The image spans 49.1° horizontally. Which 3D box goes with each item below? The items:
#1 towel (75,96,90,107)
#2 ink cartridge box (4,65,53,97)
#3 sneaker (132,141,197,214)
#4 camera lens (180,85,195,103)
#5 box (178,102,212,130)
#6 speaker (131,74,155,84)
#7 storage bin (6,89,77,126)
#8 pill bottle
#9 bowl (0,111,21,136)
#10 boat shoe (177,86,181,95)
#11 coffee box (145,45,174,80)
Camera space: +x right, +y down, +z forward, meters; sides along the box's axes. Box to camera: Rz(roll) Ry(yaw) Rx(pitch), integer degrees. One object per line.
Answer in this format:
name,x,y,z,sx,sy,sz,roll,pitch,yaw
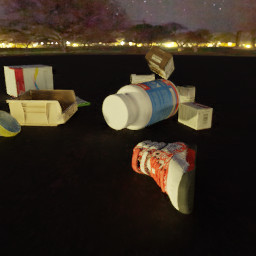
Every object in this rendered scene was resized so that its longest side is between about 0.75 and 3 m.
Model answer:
towel,-2.734,-1.335,13.994,1.160,0.239,1.555,-14,23,-33
ink cartridge box,-5.610,-2.729,15.988,2.203,1.593,1.601,-15,24,-38
sneaker,0.732,0.960,6.145,1.456,0.907,2.716,4,15,14
camera lens,2.990,-1.701,14.069,0.700,0.875,0.700,0,19,0
box,2.526,-0.491,10.620,0.662,0.777,1.216,-8,20,-22
speaker,1.009,-3.449,19.635,1.649,0.670,0.670,-3,19,-9
storage bin,-3.372,-0.890,11.464,2.124,1.002,2.139,1,18,4
pill bottle,0.524,-0.866,10.396,1.632,1.632,2.908,15,24,38
bowl,-4.231,-0.050,9.497,0.538,1.000,1.000,-42,11,15
boat shoe,2.444,-1.697,14.769,0.561,0.481,1.534,43,41,2
coffee box,1.189,-2.384,10.260,0.805,0.568,1.423,35,2,14
